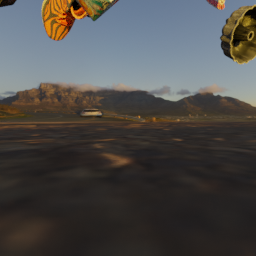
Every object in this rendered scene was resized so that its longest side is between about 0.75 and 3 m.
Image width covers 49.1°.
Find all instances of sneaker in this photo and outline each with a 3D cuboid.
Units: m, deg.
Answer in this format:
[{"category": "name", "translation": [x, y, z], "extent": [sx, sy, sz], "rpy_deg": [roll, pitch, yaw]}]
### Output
[{"category": "sneaker", "translation": [-1.731, -3.357, 8.010], "extent": [1.045, 1.510, 2.695], "rpy_deg": [-1, -36, -31]}]

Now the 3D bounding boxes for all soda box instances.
[{"category": "soda box", "translation": [0.111, -3.146, 4.929], "extent": [2.715, 0.928, 0.863], "rpy_deg": [-48, 17, -17]}]

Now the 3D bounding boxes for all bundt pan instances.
[{"category": "bundt pan", "translation": [2.741, -2.255, 6.726], "extent": [1.368, 1.368, 0.513], "rpy_deg": [-1, 26, -35]}]

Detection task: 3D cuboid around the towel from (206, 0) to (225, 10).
[{"category": "towel", "translation": [2.240, -3.793, 6.954], "extent": [0.211, 1.408, 1.031], "rpy_deg": [-6, 39, -8]}]

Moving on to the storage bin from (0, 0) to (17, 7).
[{"category": "storage bin", "translation": [-3.229, -4.003, 7.212], "extent": [1.555, 1.051, 0.729], "rpy_deg": [-33, 14, 31]}]
